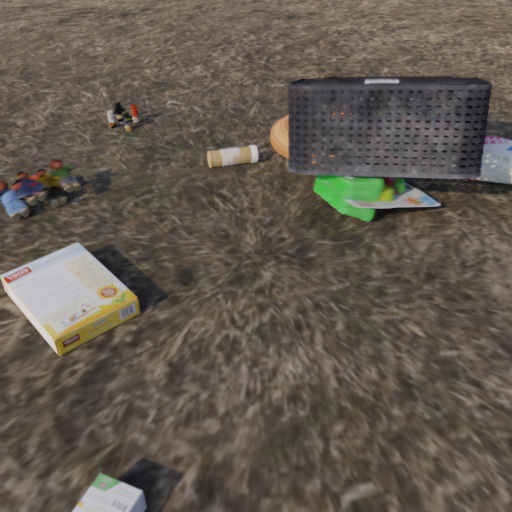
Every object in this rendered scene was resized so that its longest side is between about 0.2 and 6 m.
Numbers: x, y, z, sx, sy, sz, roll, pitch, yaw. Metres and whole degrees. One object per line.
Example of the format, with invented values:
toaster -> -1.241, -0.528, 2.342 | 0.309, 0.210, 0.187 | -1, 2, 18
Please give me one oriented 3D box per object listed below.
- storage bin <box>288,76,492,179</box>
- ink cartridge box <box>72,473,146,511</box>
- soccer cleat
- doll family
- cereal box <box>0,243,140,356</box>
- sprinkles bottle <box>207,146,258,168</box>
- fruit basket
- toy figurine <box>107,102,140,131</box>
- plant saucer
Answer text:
storage bin -> 2.326, -2.423, 10.196 | 3.312, 1.553, 2.239 | 4, 21, 12
ink cartridge box -> -1.553, 2.677, 5.646 | 0.546, 0.329, 0.752 | 14, 38, 19
soccer cleat -> 5.102, -1.842, 11.082 | 2.538, 0.887, 1.096 | 2, 23, 1
doll family -> -4.204, -1.300, 10.615 | 1.655, 0.649, 0.957 | -24, 63, -36
cereal box -> -2.801, 0.573, 8.403 | 1.334, 0.367, 1.855 | -28, 45, -32
sprinkles bottle -> -0.503, -2.127, 11.995 | 1.063, 0.363, 0.363 | -9, 38, -11
fruit basket -> 2.178, -1.358, 10.519 | 1.953, 0.915, 1.809 | -9, 34, -23
toy figurine -> -3.224, -3.353, 13.583 | 0.685, 0.476, 0.674 | 9, 44, 9
plant saucer -> 1.658, -2.833, 12.896 | 2.657, 0.429, 2.657 | 0, 36, 0
